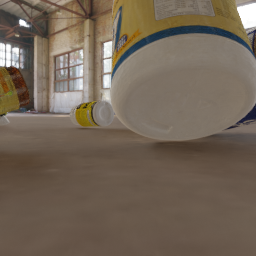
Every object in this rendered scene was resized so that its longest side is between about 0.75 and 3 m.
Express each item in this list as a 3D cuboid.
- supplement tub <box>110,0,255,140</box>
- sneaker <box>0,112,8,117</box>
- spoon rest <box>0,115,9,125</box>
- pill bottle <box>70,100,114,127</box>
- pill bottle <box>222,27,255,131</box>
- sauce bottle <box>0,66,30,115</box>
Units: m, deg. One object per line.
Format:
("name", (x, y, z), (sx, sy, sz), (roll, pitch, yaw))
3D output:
("supplement tub", (0.708, -1.354, 4.278), (1.926, 2.662, 1.926), (-1, -33, 0))
("sneaker", (-4.308, -0.788, 9.662), (0.331, 0.890, 0.376), (-1, 40, -42))
("spoon rest", (-4.909, -0.652, 10.332), (0.554, 0.908, 1.829), (-33, 45, -13))
("pill bottle", (-1.096, -0.400, 8.230), (1.302, 0.744, 0.744), (-2, 1, 44))
("pill bottle", (1.958, -0.794, 5.539), (1.626, 1.626, 2.931), (-2, -10, -35))
("sauce bottle", (-2.324, -0.274, 3.631), (1.978, 0.653, 0.653), (-26, 16, -30))
